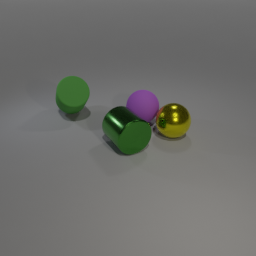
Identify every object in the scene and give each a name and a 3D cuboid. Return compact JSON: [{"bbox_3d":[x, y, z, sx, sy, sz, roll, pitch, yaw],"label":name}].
[{"bbox_3d":[1.799,-0.298,11.145,1.400,1.400,1.400,0,29,0],"label":"ball"},{"bbox_3d":[-0.060,0.065,10.450,1.400,1.400,1.400,-15,32,-25],"label":"cylinder"},{"bbox_3d":[0.625,-0.922,11.898,1.400,1.400,1.400,0,29,0],"label":"ball"},{"bbox_3d":[-2.499,-1.445,12.505,1.400,1.400,1.400,-10,-6,-17],"label":"cylinder"}]
